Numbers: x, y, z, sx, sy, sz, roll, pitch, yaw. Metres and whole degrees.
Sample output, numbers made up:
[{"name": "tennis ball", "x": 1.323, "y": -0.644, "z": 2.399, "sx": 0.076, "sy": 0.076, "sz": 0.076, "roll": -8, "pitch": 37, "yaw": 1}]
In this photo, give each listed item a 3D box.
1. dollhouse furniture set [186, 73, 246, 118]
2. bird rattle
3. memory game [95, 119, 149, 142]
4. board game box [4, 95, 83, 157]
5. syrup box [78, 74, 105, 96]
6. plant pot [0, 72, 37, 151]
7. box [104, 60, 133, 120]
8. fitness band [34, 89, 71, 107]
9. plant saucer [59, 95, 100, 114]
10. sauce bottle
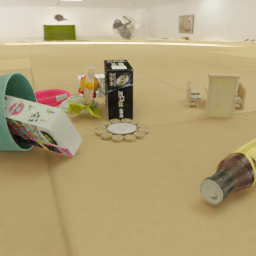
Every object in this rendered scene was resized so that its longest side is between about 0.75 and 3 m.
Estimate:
[{"name": "dollhouse furniture set", "x": 3.934, "y": -1.720, "z": 12.356, "sx": 2.479, "sy": 1.756, "sz": 2.699, "roll": 4, "pitch": 23, "yaw": 9}, {"name": "bird rattle", "x": -1.529, "y": -1.607, "z": 11.588, "sx": 1.372, "sy": 1.986, "sz": 2.436, "roll": 13, "pitch": 49, "yaw": -4}, {"name": "memory game", "x": -0.228, "y": 0.049, "z": 10.170, "sx": 2.018, "sy": 0.129, "sz": 2.018, "roll": 0, "pitch": 22, "yaw": 0}, {"name": "board game box", "x": -2.701, "y": -0.059, "z": 8.163, "sx": 2.290, "sy": 1.690, "sz": 0.736, "roll": 14, "pitch": 62, "yaw": 22}, {"name": "syrup box", "x": -1.346, "y": -2.295, "z": 14.788, "sx": 2.472, "sy": 0.973, "sz": 1.006, "roll": -8, "pitch": 23, "yaw": -17}, {"name": "plant pot", "x": -4.086, "y": -0.402, "z": 8.561, "sx": 1.909, "sy": 2.378, "sz": 2.378, "roll": -6, "pitch": 22, "yaw": 5}, {"name": "box", "x": -0.433, "y": -1.708, "z": 11.942, "sx": 1.076, "sy": 2.046, "sz": 2.498, "roll": -2, "pitch": 22, "yaw": -6}, {"name": "fitness band", "x": -3.938, "y": -1.419, "z": 13.423, "sx": 1.817, "sy": 0.473, "sz": 2.530, "roll": 17, "pitch": 27, "yaw": 42}, {"name": "plant saucer", "x": -2.193, "y": -1.139, "z": 12.658, "sx": 1.840, "sy": 0.462, "sz": 1.840, "roll": 0, "pitch": 22, "yaw": 0}, {"name": "sauce bottle", "x": 2.792, "y": 1.010, "z": 6.850, "sx": 2.823, "sy": 0.932, "sz": 0.932, "roll": -23, "pitch": 31, "yaw": -38}]
